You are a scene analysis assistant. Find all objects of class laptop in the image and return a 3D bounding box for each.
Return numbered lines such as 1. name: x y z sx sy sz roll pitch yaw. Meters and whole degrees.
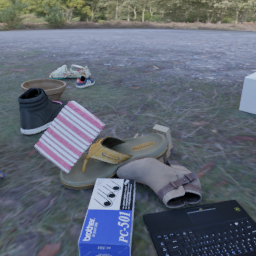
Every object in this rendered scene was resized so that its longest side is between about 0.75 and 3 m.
1. laptop: 1.661 1.749 4.834 2.230 1.299 2.516 -5 25 -12

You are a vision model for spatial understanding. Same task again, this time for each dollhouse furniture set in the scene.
1. dollhouse furniture set: 0.777 0.604 8.354 1.112 0.788 1.211 17 51 34

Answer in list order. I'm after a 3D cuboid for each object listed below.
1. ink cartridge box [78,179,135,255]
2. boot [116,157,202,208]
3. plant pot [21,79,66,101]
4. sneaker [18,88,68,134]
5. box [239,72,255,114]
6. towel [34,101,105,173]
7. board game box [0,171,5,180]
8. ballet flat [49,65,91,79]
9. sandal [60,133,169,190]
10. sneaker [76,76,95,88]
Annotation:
1. ink cartridge box: -0.347 1.781 5.793 0.924 0.435 1.965 1 25 4
2. boot: 0.753 1.306 6.626 1.898 0.666 1.387 -8 30 -8
3. plant pot: -3.726 -1.548 12.501 1.905 0.879 1.905 3 24 -1
4. sneaker: -3.027 -0.929 10.550 1.006 1.411 2.846 7 24 18
5. box: 5.863 -1.592 11.937 1.140 1.455 2.339 21 32 38
6. towel: -1.470 0.210 7.093 1.151 1.573 0.235 37 -4 12
7. board game box: -3.684 0.991 7.326 0.905 0.613 0.157 18 62 34
8. ballet flat: -3.444 -3.350 16.599 2.471 0.790 0.935 -1 24 -2
9. sandal: -0.368 0.640 7.318 2.984 0.806 1.198 -19 37 -9
10. sneaker: -2.274 -2.579 15.177 0.499 0.562 1.330 13 27 27
